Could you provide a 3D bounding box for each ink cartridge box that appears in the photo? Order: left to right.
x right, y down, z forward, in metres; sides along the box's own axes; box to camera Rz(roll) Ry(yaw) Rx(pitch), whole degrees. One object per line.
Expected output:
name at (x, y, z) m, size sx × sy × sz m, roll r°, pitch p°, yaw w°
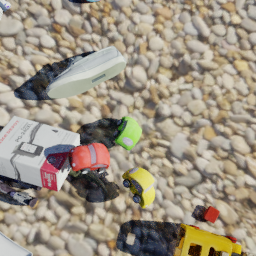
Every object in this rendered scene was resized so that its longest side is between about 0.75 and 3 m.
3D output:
ink cartridge box at (-2.627, 0.677, 7.881) m, size 2.114 × 0.881 × 1.535 m, roll 15°, pitch 45°, yaw 6°

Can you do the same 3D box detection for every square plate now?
square plate at (-3.620, 3.852, 8.060) m, size 1.325 × 0.188 × 1.313 m, roll 30°, pitch 79°, yaw 6°

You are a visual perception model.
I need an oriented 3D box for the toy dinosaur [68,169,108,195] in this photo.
toy dinosaur at (-1.394, 1.183, 8.525) m, size 2.062 × 0.489 × 0.909 m, roll 23°, pitch 84°, yaw 4°

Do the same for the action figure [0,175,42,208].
action figure at (-3.729, 1.551, 8.266) m, size 2.329 × 0.808 × 1.515 m, roll 17°, pitch 81°, yaw 6°

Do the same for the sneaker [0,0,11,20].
sneaker at (-4.428, -4.045, 9.651) m, size 0.829 × 0.456 × 1.132 m, roll -21°, pitch 73°, yaw 0°

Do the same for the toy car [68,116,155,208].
toy car at (-0.092, 0.572, 7.900) m, size 2.778 × 0.619 × 2.614 m, roll 35°, pitch 44°, yaw -21°

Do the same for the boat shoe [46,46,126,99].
boat shoe at (-1.419, -1.836, 9.005) m, size 2.708 × 0.945 × 0.964 m, roll -26°, pitch 71°, yaw -11°

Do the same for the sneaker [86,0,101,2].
sneaker at (-0.829, -5.139, 9.611) m, size 1.939 × 0.926 × 0.769 m, roll -31°, pitch 80°, yaw 1°

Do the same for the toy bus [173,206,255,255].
toy bus at (2.371, 3.455, 7.646) m, size 2.255 × 1.165 × 2.128 m, roll -29°, pitch 79°, yaw -6°
